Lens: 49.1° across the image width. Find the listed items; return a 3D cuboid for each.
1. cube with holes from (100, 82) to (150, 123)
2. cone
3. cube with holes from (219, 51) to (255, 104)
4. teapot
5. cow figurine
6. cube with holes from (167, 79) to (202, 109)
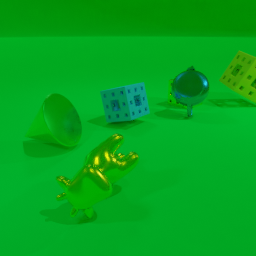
[{"bbox_3d":[-0.084,-0.786,8.646,0.983,0.983,0.983,-4,12,39],"label":"cube with holes"},{"bbox_3d":[-2.116,0.009,7.034,1.363,1.357,1.357,-20,11,24],"label":"cone"},{"bbox_3d":[4.607,-1.898,10.622,1.331,1.331,1.331,24,21,-17],"label":"cube with holes"},{"bbox_3d":[2.083,-1.319,9.320,1.228,1.976,0.967,1,-16,18],"label":"teapot"},{"bbox_3d":[-0.558,0.794,4.856,1.542,0.860,1.567,-41,6,-20],"label":"cow figurine"},{"bbox_3d":[2.191,-1.351,10.646,0.951,0.951,0.951,-18,26,-40],"label":"cube with holes"}]
